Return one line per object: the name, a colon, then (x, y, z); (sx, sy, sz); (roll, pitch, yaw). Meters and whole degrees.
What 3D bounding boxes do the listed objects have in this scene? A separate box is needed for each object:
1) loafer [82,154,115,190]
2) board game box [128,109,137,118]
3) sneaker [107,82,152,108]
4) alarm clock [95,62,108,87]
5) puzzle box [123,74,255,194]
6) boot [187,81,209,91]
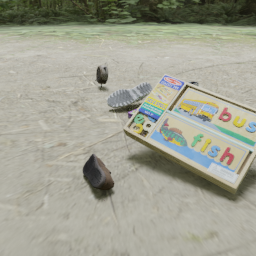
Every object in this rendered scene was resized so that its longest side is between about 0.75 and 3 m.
loafer: (-0.604, 0.946, 5.764); (0.437, 0.450, 1.232); (34, 7, -26)
board game box: (0.865, -0.350, 8.751); (1.522, 0.246, 0.913); (19, 27, 36)
sneaker: (0.059, -1.013, 9.718); (1.676, 0.687, 0.626); (-19, 73, -18)
alarm clock: (-1.060, -2.294, 11.636); (0.380, 1.142, 0.770); (2, 58, -26)
puzzle box: (1.478, -0.031, 6.103); (2.730, 0.347, 1.817); (27, 70, 28)
boot: (1.983, -1.117, 7.947); (0.823, 0.393, 0.303); (-1, 27, -5)
